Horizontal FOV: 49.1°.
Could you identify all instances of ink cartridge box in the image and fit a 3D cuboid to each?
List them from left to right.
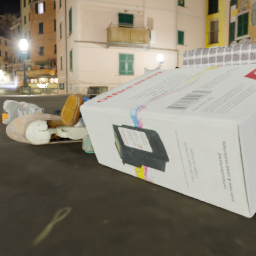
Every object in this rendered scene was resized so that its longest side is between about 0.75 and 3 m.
[{"bbox_3d":[0.998,-0.136,4.593,2.181,1.239,2.993,-31,25,-33],"label":"ink cartridge box"}]

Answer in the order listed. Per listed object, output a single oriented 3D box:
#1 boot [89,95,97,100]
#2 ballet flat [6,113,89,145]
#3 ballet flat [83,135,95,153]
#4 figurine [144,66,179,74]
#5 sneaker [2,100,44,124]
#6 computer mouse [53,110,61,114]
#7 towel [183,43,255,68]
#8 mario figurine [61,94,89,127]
[{"bbox_3d":[-0.556,-0.940,13.009,2.381,1.075,2.906,5,9,-1],"label":"boot"},{"bbox_3d":[-1.852,0.053,7.143,2.347,0.799,0.789,-4,19,-20],"label":"ballet flat"},{"bbox_3d":[-0.670,0.224,6.831,0.504,0.476,1.495,2,9,14],"label":"ballet flat"},{"bbox_3d":[1.919,-1.793,13.538,2.524,2.463,1.087,-1,9,-5],"label":"figurine"},{"bbox_3d":[-4.172,-0.662,11.408,1.152,0.948,2.505,4,10,2],"label":"sneaker"},{"bbox_3d":[-3.731,-0.850,15.160,0.312,0.181,1.063,-11,1,11],"label":"computer mouse"},{"bbox_3d":[2.278,-0.502,5.602,1.202,2.325,2.808,-14,16,-43],"label":"towel"},{"bbox_3d":[-0.300,-0.044,6.801,1.671,1.435,2.707,54,25,21],"label":"mario figurine"}]
